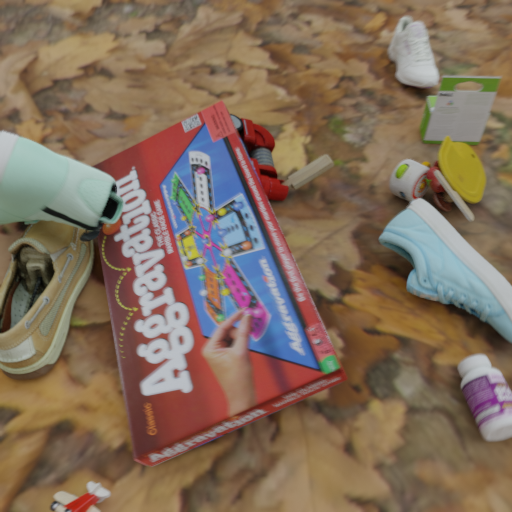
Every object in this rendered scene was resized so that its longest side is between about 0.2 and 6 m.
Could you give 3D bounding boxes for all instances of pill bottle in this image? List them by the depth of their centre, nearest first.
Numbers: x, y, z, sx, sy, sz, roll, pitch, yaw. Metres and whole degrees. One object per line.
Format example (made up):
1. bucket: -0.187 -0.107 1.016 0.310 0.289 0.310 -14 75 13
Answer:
1. pill bottle: 2.835 1.712 6.840 0.527 0.527 0.939 -8 50 -7

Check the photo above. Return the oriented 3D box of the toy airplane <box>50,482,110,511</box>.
1. toy airplane: -1.884 2.761 6.027 0.656 0.465 0.659 1 12 -13

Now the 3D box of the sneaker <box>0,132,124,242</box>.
1. sneaker: -2.923 -0.743 8.138 1.765 2.992 1.101 22 79 -19

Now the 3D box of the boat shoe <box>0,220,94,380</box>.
1. boat shoe: -2.963 0.137 7.796 1.089 1.157 3.038 -6 47 -1

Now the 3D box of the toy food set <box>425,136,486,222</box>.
1. toy food set: 3.213 -1.266 9.349 1.074 0.596 1.825 47 44 -8

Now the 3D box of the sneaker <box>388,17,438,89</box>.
1. sneaker: 3.319 -4.310 11.887 0.740 0.984 1.976 -8 50 -8

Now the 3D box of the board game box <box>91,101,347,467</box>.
1. board game box: -0.883 -0.007 7.700 2.542 0.480 4.937 -26 53 6

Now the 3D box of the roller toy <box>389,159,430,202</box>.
1. roller toy: 2.601 -1.248 9.370 0.699 0.637 0.488 -23 43 -36

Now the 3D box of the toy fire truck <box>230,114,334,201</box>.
1. toy fire truck: 0.210 -1.602 9.552 1.812 1.166 1.595 7 52 -22

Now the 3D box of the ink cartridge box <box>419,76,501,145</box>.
1. ink cartridge box: 3.682 -2.754 10.195 1.058 1.431 0.542 2 48 2

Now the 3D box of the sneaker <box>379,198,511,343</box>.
1. sneaker: 2.746 0.401 7.932 1.056 0.953 2.578 -39 59 6
